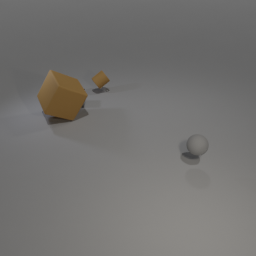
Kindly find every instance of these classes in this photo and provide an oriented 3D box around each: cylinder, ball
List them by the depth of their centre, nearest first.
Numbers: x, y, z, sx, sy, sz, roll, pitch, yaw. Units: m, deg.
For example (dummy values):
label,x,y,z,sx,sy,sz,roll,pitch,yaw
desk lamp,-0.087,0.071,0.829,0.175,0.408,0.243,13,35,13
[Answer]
label,x,y,z,sx,sy,sz,roll,pitch,yaw
ball,2.250,0.547,9.072,0.700,0.700,0.700,0,29,0
cylinder,-1.430,-2.544,14.708,0.700,0.700,0.700,-38,34,4

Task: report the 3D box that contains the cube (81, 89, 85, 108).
label,x,y,z,sx,sy,sz,roll,pitch,yaw
cube,-2.455,-1.452,13.522,0.700,0.700,0.700,2,31,-5

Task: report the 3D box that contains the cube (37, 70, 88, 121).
label,x,y,z,sx,sy,sz,roll,pitch,yaw
cube,-2.823,-1.378,11.972,1.400,1.400,1.400,14,29,-41
